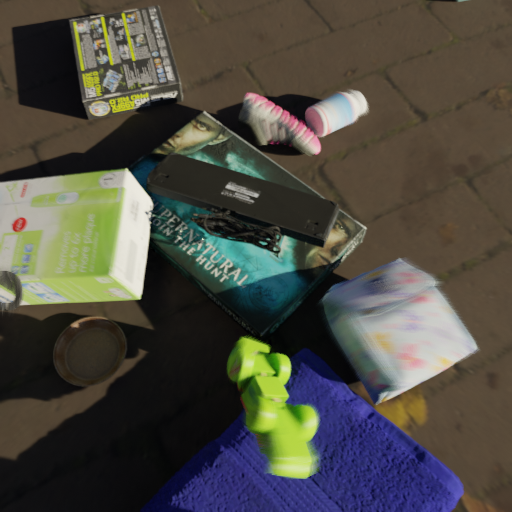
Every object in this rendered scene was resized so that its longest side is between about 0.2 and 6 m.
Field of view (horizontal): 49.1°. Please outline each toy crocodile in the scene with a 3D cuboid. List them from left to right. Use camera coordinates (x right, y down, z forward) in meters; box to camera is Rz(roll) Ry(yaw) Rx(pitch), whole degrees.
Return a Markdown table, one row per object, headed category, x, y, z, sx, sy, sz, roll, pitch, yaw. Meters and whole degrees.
| category | x | y | z | sx | sy | sz | roll | pitch | yaw |
| --- | --- | --- | --- | --- | --- | --- | --- | --- | --- |
| toy crocodile | 0.125 | 1.909 | 7.379 | 0.794 | 0.726 | 2.353 | 14 | 29 | -28 |

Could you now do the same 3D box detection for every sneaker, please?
| category | x | y | z | sx | sy | sz | roll | pitch | yaw |
| --- | --- | --- | --- | --- | --- | --- | --- | --- | --- |
| sneaker | 0.391 | -2.355 | 10.721 | 1.750 | 0.766 | 0.646 | 32 | 31 | -6 |

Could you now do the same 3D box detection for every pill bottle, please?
| category | x | y | z | sx | sy | sz | roll | pitch | yaw |
| --- | --- | --- | --- | --- | --- | --- | --- | --- | --- |
| pill bottle | 1.569 | -2.804 | 10.943 | 1.131 | 0.615 | 0.615 | -29 | 65 | -20 |

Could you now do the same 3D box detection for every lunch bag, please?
| category | x | y | z | sx | sy | sz | roll | pitch | yaw |
| --- | --- | --- | --- | --- | --- | --- | --- | --- | --- |
| lunch bag | 2.054 | 1.022 | 8.416 | 1.545 | 1.159 | 1.822 | -19 | 65 | -21 |

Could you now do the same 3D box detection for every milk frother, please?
| category | x | y | z | sx | sy | sz | roll | pitch | yaw |
| --- | --- | --- | --- | --- | --- | --- | --- | --- | --- |
| milk frother | -3.838 | 0.767 | 7.633 | 1.032 | 1.076 | 1.144 | 27 | 95 | -25 |

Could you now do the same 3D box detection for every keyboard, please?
| category | x | y | z | sx | sy | sz | roll | pitch | yaw |
| --- | --- | --- | --- | --- | --- | --- | --- | --- | --- |
| keyboard | -0.345 | -0.748 | 9.378 | 3.232 | 0.640 | 1.682 | 18 | 40 | 11 |

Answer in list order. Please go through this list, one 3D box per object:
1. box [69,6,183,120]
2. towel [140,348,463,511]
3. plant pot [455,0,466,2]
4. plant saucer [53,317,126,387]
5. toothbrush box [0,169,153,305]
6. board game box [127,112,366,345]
| category | x | y | z | sx | sy | sz | roll | pitch | yaw |
| --- | --- | --- | --- | --- | --- | --- | --- | --- | --- |
| box | -2.738 | -4.095 | 11.716 | 1.972 | 0.545 | 2.461 | -14 | 62 | -7 |
| towel | 0.399 | 3.492 | 7.378 | 3.933 | 0.974 | 2.904 | -41 | 65 | -21 |
| plant pot | 4.814 | -6.305 | 12.787 | 0.785 | 0.800 | 0.783 | -13 | 61 | -7 |
| plant saucer | -2.592 | 1.520 | 8.816 | 1.136 | 0.208 | 1.136 | 0 | 61 | -1 |
| toothbrush box | -3.079 | -0.253 | 8.953 | 2.497 | 1.075 | 1.818 | -4 | 65 | 15 |
| board game box | -0.450 | -0.679 | 9.826 | 3.940 | 0.555 | 2.665 | 39 | 68 | 19 |
